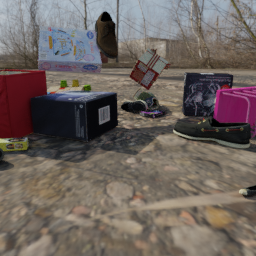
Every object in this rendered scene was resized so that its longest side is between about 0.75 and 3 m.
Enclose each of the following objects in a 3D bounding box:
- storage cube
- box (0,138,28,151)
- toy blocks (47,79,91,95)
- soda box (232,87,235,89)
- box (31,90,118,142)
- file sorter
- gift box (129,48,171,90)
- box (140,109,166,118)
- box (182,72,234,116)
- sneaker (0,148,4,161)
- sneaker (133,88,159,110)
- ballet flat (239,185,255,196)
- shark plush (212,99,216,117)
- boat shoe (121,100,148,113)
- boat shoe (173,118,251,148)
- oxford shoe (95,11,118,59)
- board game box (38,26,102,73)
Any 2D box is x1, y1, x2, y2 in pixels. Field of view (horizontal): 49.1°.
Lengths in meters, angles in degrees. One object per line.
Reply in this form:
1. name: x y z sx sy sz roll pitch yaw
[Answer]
1. storage cube: -4.518 -0.969 10.442 2.155 2.267 2.522 6 17 20
2. box: -3.760 0.519 8.730 1.190 0.298 0.448 -4 15 -11
3. toy blocks: -3.560 -1.756 15.590 2.729 1.364 1.866 -2 26 7
4. soda box: 6.314 -1.474 14.569 0.942 1.040 2.971 -10 18 -32
5. box: -1.944 -0.585 10.592 2.355 1.463 2.374 5 16 23
6. file sorter: 4.510 -0.551 10.254 2.312 1.607 1.450 -8 20 -28
7. gift box: 1.093 -2.863 13.289 1.372 1.487 1.389 38 47 -4
8. box: 1.194 -0.703 13.372 0.773 0.195 1.081 14 19 41
9. box: 3.740 -1.619 13.380 2.143 1.952 1.116 1 15 5
10. sneaker: -4.075 0.837 7.400 1.446 0.545 0.573 -6 2 -44
11. sneaker: 1.161 -1.349 14.794 1.122 0.838 2.500 42 12 17
12. ballet flat: 2.702 1.295 6.041 0.787 0.224 0.262 -8 17 -25
13. shark plush: 5.041 -0.888 12.228 2.752 1.146 1.250 -1 15 -5
14. boat shoe: 0.294 -1.052 13.901 1.675 0.625 0.522 9 32 45
15. boat shoe: 2.819 0.026 9.603 2.662 0.834 0.974 10 19 36
16. oxford shoe: -0.916 -4.140 12.331 0.881 2.426 1.024 -5 -25 -28
17. board game box: -2.588 -3.504 12.410 2.594 0.535 2.600 0 50 -14
